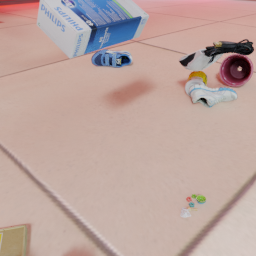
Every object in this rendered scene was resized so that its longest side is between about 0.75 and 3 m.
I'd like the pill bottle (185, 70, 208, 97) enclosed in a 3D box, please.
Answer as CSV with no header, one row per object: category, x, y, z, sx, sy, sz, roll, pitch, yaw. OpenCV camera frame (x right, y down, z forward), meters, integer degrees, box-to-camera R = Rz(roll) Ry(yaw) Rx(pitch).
pill bottle,2.865,-1.899,11.640,0.811,0.811,1.485,10,34,15

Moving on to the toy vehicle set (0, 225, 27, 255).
toy vehicle set,-2.639,2.352,5.441,1.256,0.166,0.780,-7,33,-11

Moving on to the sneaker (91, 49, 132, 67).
sneaker,-0.778,-3.523,14.284,2.170,0.802,0.893,-8,35,-12

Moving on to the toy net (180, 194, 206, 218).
toy net,1.432,1.751,6.423,0.781,0.151,0.410,-26,40,-34

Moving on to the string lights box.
string lights box,-0.694,-2.376,6.132,1.146,0.657,2.230,46,48,14

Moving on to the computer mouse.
computer mouse,2.655,-2.296,9.298,1.495,0.598,2.727,-10,4,-17

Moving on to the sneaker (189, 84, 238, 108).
sneaker,3.260,-1.099,10.683,1.865,0.699,0.808,4,61,-3

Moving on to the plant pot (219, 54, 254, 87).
plant pot,4.850,-2.561,12.366,1.375,1.375,1.231,18,20,26
